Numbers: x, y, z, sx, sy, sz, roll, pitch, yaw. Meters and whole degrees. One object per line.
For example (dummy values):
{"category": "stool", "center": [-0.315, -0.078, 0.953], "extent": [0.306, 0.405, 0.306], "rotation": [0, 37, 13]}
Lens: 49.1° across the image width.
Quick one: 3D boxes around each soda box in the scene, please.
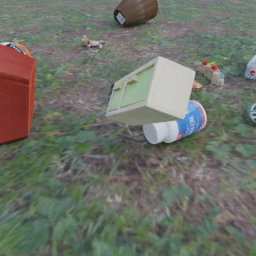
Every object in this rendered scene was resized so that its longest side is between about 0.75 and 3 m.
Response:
{"category": "soda box", "center": [5.827, -2.774, 12.533], "extent": [0.656, 0.610, 1.922], "rotation": [20, 38, 28]}

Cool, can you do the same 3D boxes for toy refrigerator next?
{"category": "toy refrigerator", "center": [0.340, -0.767, 7.016], "extent": [1.020, 1.107, 2.915], "rotation": [18, -8, -18]}

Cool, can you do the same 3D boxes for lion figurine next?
{"category": "lion figurine", "center": [-1.868, -4.793, 15.829], "extent": [1.524, 0.552, 0.934], "rotation": [10, 24, -11]}

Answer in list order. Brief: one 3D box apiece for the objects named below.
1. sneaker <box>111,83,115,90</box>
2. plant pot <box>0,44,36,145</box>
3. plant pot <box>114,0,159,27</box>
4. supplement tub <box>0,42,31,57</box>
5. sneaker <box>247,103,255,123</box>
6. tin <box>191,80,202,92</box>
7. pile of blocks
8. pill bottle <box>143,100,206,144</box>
{"category": "sneaker", "center": [-0.103, -1.622, 10.998], "extent": [1.242, 0.470, 0.718], "rotation": [2, 27, -15]}
{"category": "plant pot", "center": [-4.057, -1.029, 8.238], "extent": [2.426, 2.751, 2.753], "rotation": [4, 31, -16]}
{"category": "plant pot", "center": [0.356, -8.298, 19.728], "extent": [2.485, 2.485, 2.659], "rotation": [29, 59, 37]}
{"category": "supplement tub", "center": [-4.964, -2.351, 10.962], "extent": [1.612, 1.612, 2.630], "rotation": [6, 35, 9]}
{"category": "sneaker", "center": [4.714, -0.678, 9.333], "extent": [2.390, 0.926, 0.952], "rotation": [-17, 17, -31]}
{"category": "tin", "center": [2.611, -1.743, 11.358], "extent": [0.540, 0.202, 0.964], "rotation": [-16, 36, -16]}
{"category": "pile of blocks", "center": [3.736, -2.508, 12.118], "extent": [0.829, 0.627, 2.018], "rotation": [-6, 34, -9]}
{"category": "pill bottle", "center": [1.342, -0.135, 8.179], "extent": [1.739, 0.976, 0.976], "rotation": [-20, 38, -26]}
